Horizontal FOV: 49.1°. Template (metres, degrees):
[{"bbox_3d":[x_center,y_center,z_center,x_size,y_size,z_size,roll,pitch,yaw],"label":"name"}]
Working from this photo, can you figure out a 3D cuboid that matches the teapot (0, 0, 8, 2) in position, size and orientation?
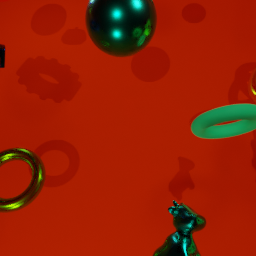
[{"bbox_3d":[-2.564,-2.880,5.438,0.823,1.324,0.648,3,82,1],"label":"teapot"}]

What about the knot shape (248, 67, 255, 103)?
[{"bbox_3d":[3.033,-0.981,5.128,0.867,1.755,1.876,-21,99,-33],"label":"knot shape"}]

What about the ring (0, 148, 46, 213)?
[{"bbox_3d":[-2.373,1.031,5.719,1.373,0.275,1.373,-1,60,1],"label":"ring"}]

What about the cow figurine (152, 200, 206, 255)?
[{"bbox_3d":[0.626,1.469,3.585,0.923,0.507,0.908,-41,46,21],"label":"cow figurine"}]

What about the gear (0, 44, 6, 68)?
[{"bbox_3d":[-3.229,-1.333,4.754,2.064,0.382,2.064,13,35,-10],"label":"gear"}]

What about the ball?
[{"bbox_3d":[-0.115,-1.828,4.761,1.217,1.217,1.217,0,67,0],"label":"ball"}]

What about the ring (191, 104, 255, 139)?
[{"bbox_3d":[1.953,-0.100,5.500,1.415,1.415,0.283,-5,71,-2],"label":"ring"}]
